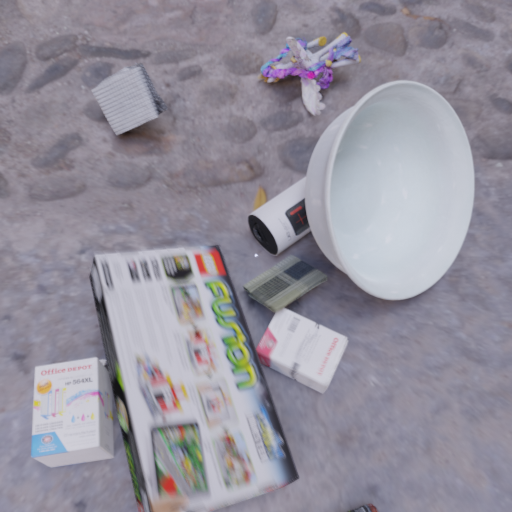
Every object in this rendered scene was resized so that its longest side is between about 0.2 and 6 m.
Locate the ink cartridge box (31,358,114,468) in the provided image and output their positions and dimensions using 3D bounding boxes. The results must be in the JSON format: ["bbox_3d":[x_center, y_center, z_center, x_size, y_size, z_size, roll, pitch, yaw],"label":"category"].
[{"bbox_3d":[-2.892,2.393,8.907,1.024,0.998,1.593,-8,61,-5],"label":"ink cartridge box"}]

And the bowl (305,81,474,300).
[{"bbox_3d":[2.133,-1.143,10.065,3.662,3.662,1.646,-43,27,-21],"label":"bowl"}]

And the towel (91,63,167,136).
[{"bbox_3d":[-2.638,-3.287,11.761,1.387,1.148,0.593,-14,18,35],"label":"towel"}]

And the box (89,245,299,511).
[{"bbox_3d":[-1.090,1.801,8.827,2.276,0.718,4.136,-5,60,-28],"label":"box"}]

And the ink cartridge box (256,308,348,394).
[{"bbox_3d":[0.784,1.609,9.608,1.321,0.560,0.962,24,63,14],"label":"ink cartridge box"}]

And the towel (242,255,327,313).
[{"bbox_3d":[0.501,0.505,10.001,1.217,0.210,1.172,-31,33,-19],"label":"towel"}]

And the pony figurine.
[{"bbox_3d":[1.222,-4.255,12.534,2.074,1.727,2.002,-26,32,-10],"label":"pony figurine"}]

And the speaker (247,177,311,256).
[{"bbox_3d":[0.992,-1.004,10.874,2.351,0.955,0.955,-35,66,-18],"label":"speaker"}]

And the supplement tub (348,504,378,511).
[{"bbox_3d":[1.326,4.085,8.205,1.070,0.572,0.572,-17,62,-8],"label":"supplement tub"}]
